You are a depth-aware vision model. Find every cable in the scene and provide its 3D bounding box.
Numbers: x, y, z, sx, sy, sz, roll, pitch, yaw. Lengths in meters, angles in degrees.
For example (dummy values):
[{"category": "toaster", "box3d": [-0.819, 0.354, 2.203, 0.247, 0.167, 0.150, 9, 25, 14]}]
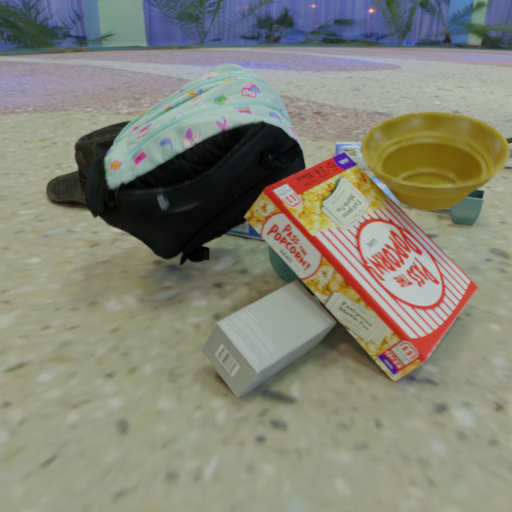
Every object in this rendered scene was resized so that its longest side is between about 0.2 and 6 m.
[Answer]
[{"category": "cable", "box3d": [3.947, -1.447, 12.100, 1.604, 0.555, 1.604, 9, 26, 21]}]

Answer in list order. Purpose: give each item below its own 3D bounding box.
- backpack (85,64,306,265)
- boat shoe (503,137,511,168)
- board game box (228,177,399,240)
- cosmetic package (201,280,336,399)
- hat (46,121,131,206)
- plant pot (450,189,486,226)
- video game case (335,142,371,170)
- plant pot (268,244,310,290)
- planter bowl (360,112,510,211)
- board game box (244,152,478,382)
[{"category": "backpack", "box3d": [-0.797, -1.384, 8.309, 2.921, 2.437, 1.849, -30, 61, 17]}, {"category": "boat shoe", "box3d": [5.874, -2.766, 14.502, 2.580, 0.827, 0.951, 3, 26, 6]}, {"category": "board game box", "box3d": [1.162, -1.019, 11.100, 2.874, 0.623, 2.860, 11, 27, 20]}, {"category": "cosmetic package", "box3d": [0.175, 0.954, 6.735, 1.471, 0.663, 0.786, -21, 61, -43]}, {"category": "hat", "box3d": [-2.932, -2.243, 12.701, 3.693, 1.490, 3.693, 0, 25, 0]}, {"category": "plant pot", "box3d": [4.108, -0.945, 10.967, 0.610, 0.621, 0.608, 11, 27, 21]}, {"category": "video game case", "box3d": [2.853, -2.656, 14.830, 1.415, 0.355, 1.561, 1, 26, 3]}, {"category": "plant pot", "box3d": [0.820, -0.141, 8.486, 1.646, 1.108, 1.646, 20, 51, -27]}, {"category": "planter bowl", "box3d": [2.483, -1.219, 7.979, 1.967, 0.819, 1.967, -5, 41, 4]}, {"category": "board game box", "box3d": [1.450, -0.013, 7.378, 2.726, 0.631, 2.065, 48, 41, 9]}]
